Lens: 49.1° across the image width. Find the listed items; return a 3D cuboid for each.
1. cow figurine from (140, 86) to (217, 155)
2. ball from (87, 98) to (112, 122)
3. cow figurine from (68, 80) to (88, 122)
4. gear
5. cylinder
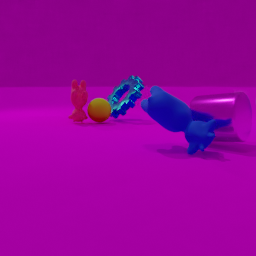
[{"bbox_3d":[1.038,-0.178,5.758,1.517,0.833,1.493,31,12,-22],"label":"cow figurine"},{"bbox_3d":[-1.004,-0.618,9.818,0.850,0.850,0.850,0,9,0],"label":"ball"},{"bbox_3d":[-1.742,-0.897,9.880,0.704,1.262,1.282,1,47,-15],"label":"cow figurine"},{"bbox_3d":[-0.167,-1.187,10.553,0.331,1.787,1.787,39,-12,-29],"label":"gear"},{"bbox_3d":[2.088,-0.228,6.360,1.089,1.089,1.089,-1,6,42],"label":"cylinder"}]
